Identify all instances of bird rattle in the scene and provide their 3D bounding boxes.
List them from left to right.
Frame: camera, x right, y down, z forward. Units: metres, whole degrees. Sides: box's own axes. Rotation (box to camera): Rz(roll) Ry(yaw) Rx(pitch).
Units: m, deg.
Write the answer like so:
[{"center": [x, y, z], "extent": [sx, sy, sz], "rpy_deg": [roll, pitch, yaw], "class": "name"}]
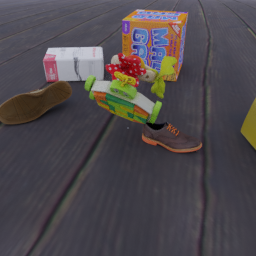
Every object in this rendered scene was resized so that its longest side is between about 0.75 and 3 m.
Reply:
[{"center": [0.260, -1.976, 9.924], "extent": [2.694, 1.518, 2.196], "rpy_deg": [-3, 29, -33], "class": "bird rattle"}]

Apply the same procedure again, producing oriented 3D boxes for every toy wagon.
[{"center": [-0.157, -0.827, 8.023], "extent": [2.209, 0.563, 2.848], "rpy_deg": [22, -7, 4], "class": "toy wagon"}]

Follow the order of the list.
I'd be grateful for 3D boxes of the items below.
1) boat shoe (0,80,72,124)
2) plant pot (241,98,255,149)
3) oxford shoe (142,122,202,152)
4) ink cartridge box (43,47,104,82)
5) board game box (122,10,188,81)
[{"center": [-3.582, -0.961, 10.790], "extent": [2.896, 1.045, 1.042], "rpy_deg": [-33, 13, -26], "class": "boat shoe"}, {"center": [5.328, -0.403, 8.104], "extent": [2.792, 2.462, 2.791], "rpy_deg": [-2, 27, -1], "class": "plant pot"}, {"center": [1.364, 0.245, 8.889], "extent": [1.964, 0.712, 0.699], "rpy_deg": [11, 35, 19], "class": "oxford shoe"}, {"center": [-2.602, -3.209, 13.933], "extent": [2.757, 1.169, 2.008], "rpy_deg": [-4, 33, -4], "class": "ink cartridge box"}, {"center": [1.376, -4.228, 14.068], "extent": [2.714, 2.712, 2.713], "rpy_deg": [9, 34, 14], "class": "board game box"}]
